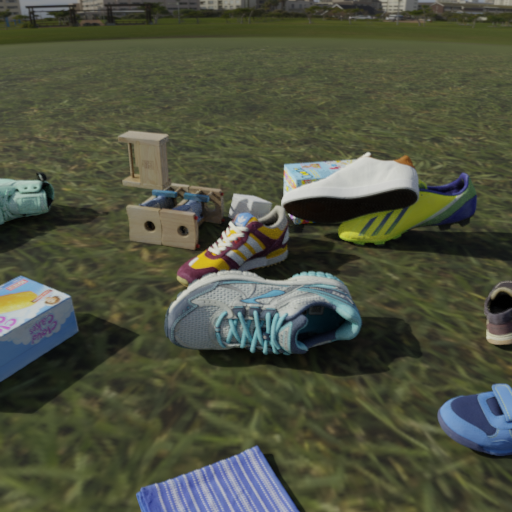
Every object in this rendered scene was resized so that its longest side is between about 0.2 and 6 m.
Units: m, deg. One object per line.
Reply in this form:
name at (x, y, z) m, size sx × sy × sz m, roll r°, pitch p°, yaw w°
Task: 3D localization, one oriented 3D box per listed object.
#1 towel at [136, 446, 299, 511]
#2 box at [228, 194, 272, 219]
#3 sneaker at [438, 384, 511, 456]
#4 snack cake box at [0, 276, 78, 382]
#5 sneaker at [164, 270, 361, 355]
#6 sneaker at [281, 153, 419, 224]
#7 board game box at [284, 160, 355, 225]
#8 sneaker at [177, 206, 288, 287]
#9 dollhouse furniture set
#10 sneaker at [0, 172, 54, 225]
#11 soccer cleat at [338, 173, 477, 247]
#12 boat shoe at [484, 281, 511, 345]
towel at (-0.430, 2.782, 6.258) m, size 1.581 × 0.189 × 1.145 m, roll -13°, pitch 31°, yaw -23°
box at (-0.142, -1.062, 13.004) m, size 0.684 × 0.586 × 0.681 m, roll 27°, pitch 18°, yaw 39°
sneaker at (3.482, 1.932, 7.073) m, size 2.309 × 0.950 × 0.854 m, roll -1°, pitch 30°, yaw 2°
snack cake box at (-4.052, 1.233, 8.621) m, size 1.267 × 0.740 × 2.204 m, roll 15°, pitch 31°, yaw 28°
sneaker at (0.169, 0.933, 8.599) m, size 3.100 × 1.203 × 1.338 m, roll -8°, pitch 24°, yaw -15°
sneaker at (1.986, -1.487, 12.032) m, size 2.900 × 1.056 × 1.228 m, roll -6°, pitch 58°, yaw 20°
board game box at (1.878, -1.575, 13.566) m, size 2.225 × 1.146 × 1.167 m, roll -5°, pitch 28°, yaw -10°
sneaker at (-0.451, -0.228, 10.945) m, size 2.620 × 1.180 × 0.982 m, roll -23°, pitch 35°, yaw -37°
dollhouse furniture set at (-1.765, -1.606, 12.318) m, size 1.651 × 2.356 × 1.660 m, roll 9°, pitch 29°, yaw 16°
sneaker at (-5.815, -1.174, 12.776) m, size 1.731 × 1.080 × 2.935 m, roll -1°, pitch 24°, yaw 11°
soccer cleat at (3.226, -1.053, 12.160) m, size 3.031 × 1.268 × 0.980 m, roll -13°, pitch 31°, yaw 5°
boat shoe at (4.225, 0.813, 9.470) m, size 0.675 × 0.609 × 1.878 m, roll -1°, pitch 23°, yaw 32°
